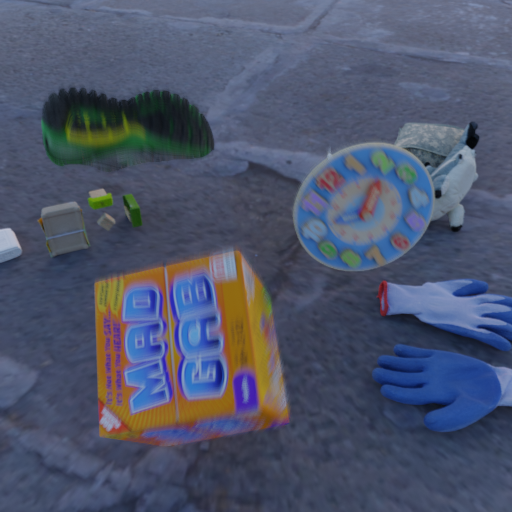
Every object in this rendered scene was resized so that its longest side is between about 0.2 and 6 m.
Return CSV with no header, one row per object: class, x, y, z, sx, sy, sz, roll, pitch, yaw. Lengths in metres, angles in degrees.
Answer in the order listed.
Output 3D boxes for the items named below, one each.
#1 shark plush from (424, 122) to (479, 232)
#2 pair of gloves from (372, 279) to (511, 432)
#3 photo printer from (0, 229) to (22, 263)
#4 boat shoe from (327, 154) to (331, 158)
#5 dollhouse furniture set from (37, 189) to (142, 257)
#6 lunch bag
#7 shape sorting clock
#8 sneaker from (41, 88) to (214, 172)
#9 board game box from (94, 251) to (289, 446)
shark plush,3.865,-1.815,11.641,1.147,1.251,2.753,13,76,50
pair of gloves,3.202,1.473,9.037,2.579,0.366,3.209,6,41,9
photo printer,-5.019,-0.210,10.968,0.658,0.275,0.791,-23,46,-22
boat shoe,1.537,-1.676,11.046,0.611,0.488,1.617,35,11,2
dollhouse furniture set,-3.321,-0.759,11.191,1.931,0.965,0.745,-16,31,-19
lunch bag,3.993,-2.378,12.878,1.692,0.995,1.388,18,45,13
shape sorting clock,1.835,-0.744,9.483,2.419,2.419,0.475,-2,30,-2
sneaker,-2.376,-2.313,10.703,3.341,1.423,1.303,-1,64,-28
board game box,-0.763,1.292,7.190,1.864,1.866,1.864,-13,66,8
